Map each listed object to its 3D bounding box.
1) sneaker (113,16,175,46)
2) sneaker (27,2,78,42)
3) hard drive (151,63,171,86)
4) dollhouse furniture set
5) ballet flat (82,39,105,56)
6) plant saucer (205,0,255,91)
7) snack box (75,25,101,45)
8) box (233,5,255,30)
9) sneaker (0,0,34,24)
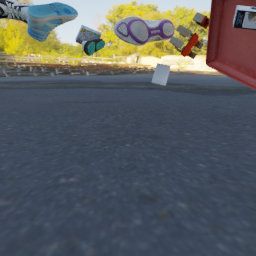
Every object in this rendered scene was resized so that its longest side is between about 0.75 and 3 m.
[{"bbox_3d":[0.507,-3.790,11.201,2.806,1.050,1.397,-11,15,-35],"label":"sneaker"},{"bbox_3d":[-2.203,-2.980,8.001,1.556,1.016,0.619,-21,68,-38],"label":"sneaker"},{"bbox_3d":[1.404,-2.264,11.854,0.612,0.927,0.124,15,-12,8],"label":"hard drive"},{"bbox_3d":[2.437,-3.295,10.189,0.811,1.557,1.574,41,17,25],"label":"dollhouse furniture set"},{"bbox_3d":[-1.288,-2.824,9.737,0.502,0.499,1.466,15,26,14],"label":"ballet flat"},{"bbox_3d":[2.949,-2.402,7.244,0.421,2.288,2.293,-16,35,-18],"label":"plant saucer"},{"bbox_3d":[-1.509,-3.436,10.607,0.795,0.670,0.269,15,42,-29],"label":"snack box"},{"bbox_3d":[2.499,-1.979,5.106,1.078,0.324,0.629,12,33,12],"label":"box"},{"bbox_3d":[-3.556,-3.524,8.518,1.745,0.696,1.135,39,45,13],"label":"sneaker"}]
